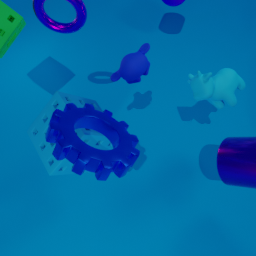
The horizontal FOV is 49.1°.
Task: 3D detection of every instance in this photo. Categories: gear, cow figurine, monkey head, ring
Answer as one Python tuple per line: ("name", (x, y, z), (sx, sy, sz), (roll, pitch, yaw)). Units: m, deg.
("gear", (-0.545, 0.170, 4.578), (1.512, 0.280, 1.512), (21, 33, -14))
("cow figurine", (1.928, -0.973, 6.136), (1.210, 0.675, 1.230), (46, 64, -19))
("monkey head", (0.064, -1.394, 6.113), (1.095, 0.660, 0.787), (-43, 60, 7))
("ring", (-1.363, -2.352, 5.626), (1.082, 1.082, 0.216), (4, 60, 3))

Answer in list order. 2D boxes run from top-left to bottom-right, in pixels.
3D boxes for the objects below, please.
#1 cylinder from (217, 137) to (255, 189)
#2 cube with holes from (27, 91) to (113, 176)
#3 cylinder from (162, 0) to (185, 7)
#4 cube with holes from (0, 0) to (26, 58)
("cylinder", (2.534, 0.699, 5.714), (1.045, 1.045, 1.045), (-3, 44, 47))
("cube with holes", (-1.198, 0.151, 6.276), (1.249, 1.249, 1.249), (-47, 62, 21))
("cylinder", (1.603, -4.705, 9.348), (0.970, 0.970, 0.970), (15, 44, 10))
("cube with holes", (-3.155, -2.379, 6.412), (1.084, 1.084, 1.084), (36, 91, -21))
